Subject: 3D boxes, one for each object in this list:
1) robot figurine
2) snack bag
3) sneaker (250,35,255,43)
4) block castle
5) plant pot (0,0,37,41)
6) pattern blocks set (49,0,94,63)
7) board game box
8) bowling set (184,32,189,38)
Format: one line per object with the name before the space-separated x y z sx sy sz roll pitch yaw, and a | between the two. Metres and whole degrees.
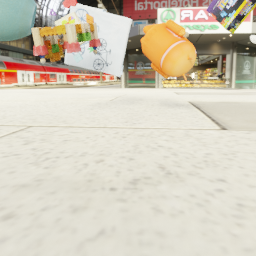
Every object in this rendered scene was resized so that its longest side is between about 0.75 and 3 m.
robot figurine | 1.413 -2.704 9.806 1.380 1.702 2.367 16 31 -55
snack bag | -1.238 -3.547 11.376 2.622 2.472 0.281 15 24 6
sneaker | 4.290 -2.852 8.884 0.795 0.296 0.346 16 -20 19
block castle | -0.803 -1.146 3.772 0.647 0.454 0.969 -1 21 13
plant pot | -2.945 -2.915 7.049 1.120 1.662 1.662 13 6 -17
pattern blocks set | -1.739 -3.036 8.739 1.571 1.787 0.145 -36 11 24
board game box | 2.368 -2.816 6.142 0.317 1.118 0.924 9 41 -36
bowling set | 1.659 -3.894 12.053 0.889 1.152 1.656 -28 -8 -37
